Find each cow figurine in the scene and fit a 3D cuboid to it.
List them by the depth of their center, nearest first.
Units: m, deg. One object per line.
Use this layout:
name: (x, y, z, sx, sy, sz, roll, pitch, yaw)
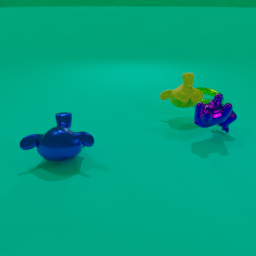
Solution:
cow figurine: (2.361, -0.293, 7.635, 1.363, 1.341, 0.748, -22, 56, -13)

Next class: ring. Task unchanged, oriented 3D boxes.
ring: (2.871, -1.132, 10.260, 1.305, 0.261, 1.305, 4, 34, -3)

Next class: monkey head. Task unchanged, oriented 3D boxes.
monkey head: (-1.582, 0.181, 6.575, 1.689, 1.215, 1.018, -3, -5, 2)
monkey head: (1.780, -1.154, 8.742, 1.469, 1.057, 0.885, -2, 5, -9)
